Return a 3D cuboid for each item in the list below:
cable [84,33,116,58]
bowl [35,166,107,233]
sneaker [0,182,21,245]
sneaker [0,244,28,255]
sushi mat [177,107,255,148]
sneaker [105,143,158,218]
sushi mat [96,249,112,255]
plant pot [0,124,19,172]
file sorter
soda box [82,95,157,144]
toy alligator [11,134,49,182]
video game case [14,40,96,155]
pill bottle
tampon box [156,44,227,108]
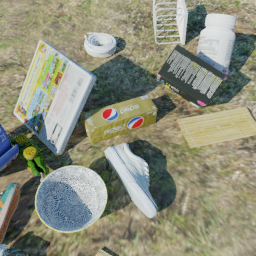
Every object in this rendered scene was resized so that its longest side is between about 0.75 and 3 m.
[{"bbox_3d":[-1.279,-3.841,13.000,1.487,0.515,1.487,-2,52,-3],"label":"cable"},{"bbox_3d":[-1.562,2.111,7.925,1.928,0.905,1.928,4,53,-5],"label":"bowl"},{"bbox_3d":[-3.699,2.375,7.897,0.769,0.687,1.925,10,53,2],"label":"sneaker"},{"bbox_3d":[-2.986,3.865,6.684,0.942,0.801,2.065,5,53,-1],"label":"sneaker"},{"bbox_3d":[3.310,-0.049,10.168,2.848,0.172,1.362,-10,53,-8],"label":"sushi mat"},{"bbox_3d":[0.249,1.405,8.479,0.945,0.975,2.671,-27,55,-14],"label":"sneaker"},{"bbox_3d":[0.014,4.089,6.868,2.438,0.148,1.166,24,55,18],"label":"sushi mat"},{"bbox_3d":[-4.295,0.745,8.591,1.365,1.518,1.518,47,60,-8],"label":"plant pot"},{"bbox_3d":[1.970,-5.351,13.545,1.434,1.598,2.303,-2,51,3],"label":"file sorter"},{"bbox_3d":[-0.277,-0.324,9.947,2.524,0.855,0.808,-17,53,-14],"label":"soda box"},{"bbox_3d":[-2.934,1.004,8.893,0.600,0.828,2.497,-27,56,-31],"label":"toy alligator"},{"bbox_3d":[-2.610,-1.048,9.513,2.705,2.972,0.340,37,22,26],"label":"video game case"},{"bbox_3d":[3.462,-3.172,11.124,1.354,2.388,1.354,8,15,-2],"label":"pill bottle"},{"bbox_3d":[2.160,-1.770,9.959,1.966,1.473,1.241,34,93,4],"label":"tampon box"}]
